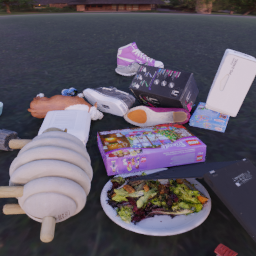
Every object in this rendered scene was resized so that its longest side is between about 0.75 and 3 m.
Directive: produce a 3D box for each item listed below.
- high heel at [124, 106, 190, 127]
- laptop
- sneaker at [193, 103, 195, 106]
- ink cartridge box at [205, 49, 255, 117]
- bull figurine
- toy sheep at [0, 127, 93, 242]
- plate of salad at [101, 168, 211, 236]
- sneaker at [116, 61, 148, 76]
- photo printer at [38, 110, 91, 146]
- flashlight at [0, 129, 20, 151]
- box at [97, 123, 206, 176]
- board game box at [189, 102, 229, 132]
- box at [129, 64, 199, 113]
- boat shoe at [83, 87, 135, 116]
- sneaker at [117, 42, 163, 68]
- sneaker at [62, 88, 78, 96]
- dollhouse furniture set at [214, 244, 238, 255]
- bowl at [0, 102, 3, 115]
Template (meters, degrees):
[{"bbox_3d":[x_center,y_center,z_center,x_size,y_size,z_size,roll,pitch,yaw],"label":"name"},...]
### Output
[{"bbox_3d":[1.144,-0.475,10.940,2.485,0.837,1.192,-5,2,17],"label":"high heel"},{"bbox_3d":[2.055,1.653,6.517,2.703,1.673,2.887,-3,49,-51],"label":"laptop"},{"bbox_3d":[2.403,-1.210,12.343,0.449,0.525,1.266,-21,34,-30],"label":"sneaker"},{"bbox_3d":[3.514,-1.627,9.570,1.040,1.812,2.495,22,24,11],"label":"ink cartridge box"},{"bbox_3d":[-2.454,-0.860,11.227,2.885,0.940,1.751,3,17,-12],"label":"bull figurine"},{"bbox_3d":[-1.818,1.165,6.540,2.067,2.067,2.998,-3,50,-5],"label":"toy sheep"},{"bbox_3d":[0.672,1.563,6.919,2.695,0.647,2.695,0,24,0],"label":"plate of salad"},{"bbox_3d":[0.272,-3.537,16.336,2.008,0.823,0.750,-4,29,-8],"label":"sneaker"},{"bbox_3d":[-2.184,0.076,9.773,1.666,0.695,2.002,-1,29,-4],"label":"photo printer"},{"bbox_3d":[-5.005,0.224,9.352,2.603,0.884,0.881,10,50,17],"label":"flashlight"},{"bbox_3d":[0.631,0.554,8.797,2.956,0.578,2.023,-7,23,-12],"label":"box"},{"bbox_3d":[3.320,-0.474,11.188,1.330,0.322,1.758,13,31,22],"label":"board game box"},{"bbox_3d":[1.495,-1.585,11.633,2.398,1.466,1.272,18,76,32],"label":"box"},{"bbox_3d":[-0.794,-1.253,11.391,0.920,0.973,2.714,-45,37,-21],"label":"boat shoe"},{"bbox_3d":[0.738,-4.306,16.933,2.874,1.639,1.042,6,27,8],"label":"sneaker"},{"bbox_3d":[-2.784,-1.693,13.414,0.417,0.367,0.935,16,32,33],"label":"sneaker"},{"bbox_3d":[1.647,2.661,5.232,0.358,0.474,0.881,24,36,37],"label":"dollhouse furniture set"},{"bbox_3d":[-5.564,-0.714,11.493,0.884,0.462,0.884,0,29,0],"label":"bowl"}]
